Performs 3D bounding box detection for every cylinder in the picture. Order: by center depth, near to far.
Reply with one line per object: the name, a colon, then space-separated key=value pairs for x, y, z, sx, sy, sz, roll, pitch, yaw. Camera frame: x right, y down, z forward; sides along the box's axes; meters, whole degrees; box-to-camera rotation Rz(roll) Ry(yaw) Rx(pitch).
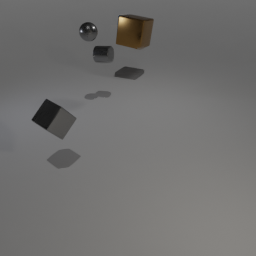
cylinder: x=-1.036 y=-3.127 z=11.898 sx=0.700 sy=0.700 sz=0.700 roll=6 pitch=30 yaw=19

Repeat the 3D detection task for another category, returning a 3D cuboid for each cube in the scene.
cube: x=-1.955 y=-0.232 z=7.435 sx=0.700 sy=0.700 sz=0.700 roll=27 pitch=81 yaw=34
cube: x=0.352 y=-4.961 z=14.392 sx=1.400 sy=1.400 sz=1.400 roll=18 pitch=30 yaw=18

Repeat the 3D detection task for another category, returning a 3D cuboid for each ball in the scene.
ball: x=-1.499 y=-3.635 z=10.590 sx=0.700 sy=0.700 sz=0.700 roll=0 pitch=30 yaw=0
